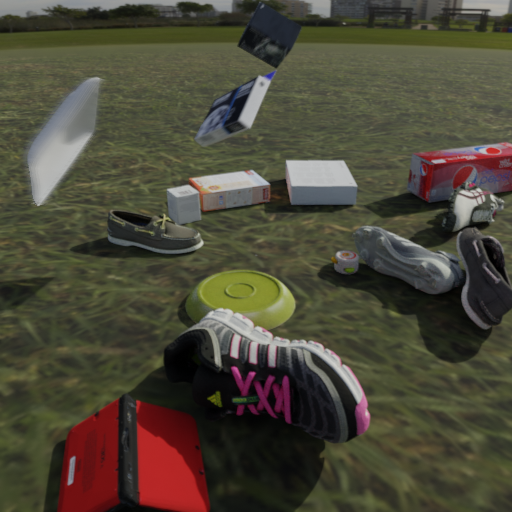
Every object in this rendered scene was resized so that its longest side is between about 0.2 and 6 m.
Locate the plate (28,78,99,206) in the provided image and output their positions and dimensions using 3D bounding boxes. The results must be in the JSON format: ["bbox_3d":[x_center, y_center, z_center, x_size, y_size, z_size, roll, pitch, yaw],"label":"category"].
[{"bbox_3d":[-3.226,-1.881,9.230,0.299,1.846,1.850,31,68,-9],"label":"plate"}]

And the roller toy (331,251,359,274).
[{"bbox_3d":[1.739,0.109,10.793,0.498,0.348,0.454,20,33,34],"label":"roller toy"}]

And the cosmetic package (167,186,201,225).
[{"bbox_3d":[-1.673,-1.176,12.944,0.582,0.706,0.582,-15,30,-27],"label":"cosmetic package"}]

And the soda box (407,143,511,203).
[{"bbox_3d":[5.514,-2.175,14.509,3.081,1.078,0.977,-9,28,-18],"label":"soda box"}]

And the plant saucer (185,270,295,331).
[{"bbox_3d":[-0.275,0.703,9.680,1.897,0.295,1.897,-1,26,0],"label":"plant saucer"}]

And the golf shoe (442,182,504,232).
[{"bbox_3d":[4.895,-1.086,12.641,1.008,0.884,2.289,22,34,26],"label":"golf shoe"}]

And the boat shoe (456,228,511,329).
[{"bbox_3d":[4.085,0.212,9.733,0.928,0.791,2.776,43,34,-11],"label":"boat shoe"}]

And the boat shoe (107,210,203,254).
[{"bbox_3d":[-2.155,-0.534,11.737,2.149,0.642,0.768,8,28,16],"label":"boat shoe"}]

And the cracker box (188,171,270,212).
[{"bbox_3d":[-0.687,-1.652,14.107,1.779,0.513,1.191,-11,29,-18],"label":"cracker box"}]

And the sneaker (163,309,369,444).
[{"bbox_3d":[-0.065,1.609,7.000,1.344,1.134,3.074,-23,30,-38],"label":"sneaker"}]

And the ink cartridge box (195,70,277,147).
[{"bbox_3d":[-0.351,-2.479,9.223,1.258,0.275,1.270,-8,52,50],"label":"ink cartridge box"}]

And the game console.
[{"bbox_3d":[-1.409,2.443,6.378,1.348,0.928,1.564,-33,28,4],"label":"game console"}]

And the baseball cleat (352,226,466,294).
[{"bbox_3d":[2.907,0.071,10.620,1.209,0.792,2.271,-6,32,-36],"label":"baseball cleat"}]

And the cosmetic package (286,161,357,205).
[{"bbox_3d":[1.641,-1.941,14.633,1.626,0.557,2.156,-2,26,0],"label":"cosmetic package"}]

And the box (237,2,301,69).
[{"bbox_3d":[0.251,-4.354,11.120,0.950,0.589,0.934,26,-13,-12],"label":"box"}]
